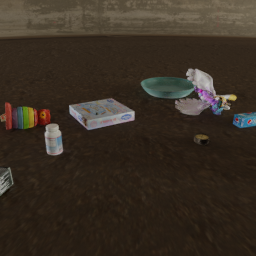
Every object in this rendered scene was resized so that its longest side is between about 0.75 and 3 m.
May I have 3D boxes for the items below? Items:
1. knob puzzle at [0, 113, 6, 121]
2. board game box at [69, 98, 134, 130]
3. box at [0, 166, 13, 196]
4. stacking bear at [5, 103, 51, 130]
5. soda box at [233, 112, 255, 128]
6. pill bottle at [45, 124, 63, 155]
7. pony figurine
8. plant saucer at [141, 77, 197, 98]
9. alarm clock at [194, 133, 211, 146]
[{"bbox_3d":[-5.041,-0.567,12.040,1.018,0.141,1.018,0,24,0],"label":"knob puzzle"},{"bbox_3d":[-1.142,-0.654,11.864,2.088,0.431,2.093,-13,27,-27],"label":"board game box"},{"bbox_3d":[-4.515,1.636,6.424,2.508,0.617,2.597,3,24,14],"label":"box"},{"bbox_3d":[-3.834,-0.412,10.823,1.624,0.986,0.924,-2,-17,-23],"label":"stacking bear"},{"bbox_3d":[4.906,-0.347,11.183,1.329,0.426,0.451,-7,25,-17],"label":"soda box"},{"bbox_3d":[-2.377,0.360,8.945,0.502,0.924,0.502,1,23,0],"label":"pill bottle"},{"bbox_3d":[3.509,-1.386,12.283,2.278,1.965,2.360,23,16,24],"label":"pony figurine"},{"bbox_3d":[2.184,-2.163,15.194,2.990,0.537,2.990,0,24,0],"label":"plant saucer"},{"bbox_3d":[2.545,0.359,9.782,0.526,0.260,0.780,-4,26,-7],"label":"alarm clock"}]
